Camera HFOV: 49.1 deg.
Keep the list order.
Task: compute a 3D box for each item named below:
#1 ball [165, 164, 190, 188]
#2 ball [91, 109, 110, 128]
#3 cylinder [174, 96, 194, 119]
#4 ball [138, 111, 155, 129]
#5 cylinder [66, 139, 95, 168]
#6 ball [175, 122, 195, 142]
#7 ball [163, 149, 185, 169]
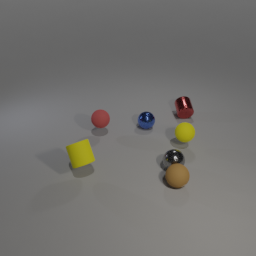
[{"bbox_3d":[1.448,1.393,8.203,0.700,0.700,0.700,0,30,0],"label":"ball"},{"bbox_3d":[-1.024,-0.342,10.435,0.700,0.700,0.700,0,30,0],"label":"ball"},{"bbox_3d":[2.398,-0.873,11.983,0.700,0.700,0.700,-3,52,-5],"label":"cylinder"},{"bbox_3d":[0.732,-0.312,11.183,0.700,0.700,0.700,0,30,0],"label":"ball"},{"bbox_3d":[-1.418,0.762,8.361,0.700,0.700,0.700,-19,0,0],"label":"cylinder"},{"bbox_3d":[1.989,0.153,9.788,0.700,0.700,0.700,0,30,0],"label":"ball"},{"bbox_3d":[1.450,1.018,8.857,0.700,0.700,0.700,0,30,0],"label":"ball"}]
